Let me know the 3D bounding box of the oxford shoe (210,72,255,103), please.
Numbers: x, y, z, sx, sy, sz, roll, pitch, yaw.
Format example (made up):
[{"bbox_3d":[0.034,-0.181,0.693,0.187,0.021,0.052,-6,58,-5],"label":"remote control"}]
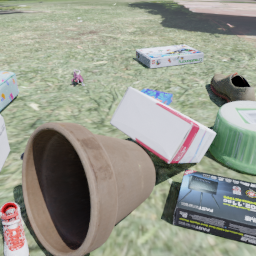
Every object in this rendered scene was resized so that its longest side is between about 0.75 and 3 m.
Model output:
[{"bbox_3d":[3.851,-1.565,10.185,1.018,1.081,2.891,-4,30,-7],"label":"oxford shoe"}]

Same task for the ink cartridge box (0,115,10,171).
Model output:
[{"bbox_3d":[-4.361,0.682,6.252,2.765,1.146,2.029,-2,30,-4],"label":"ink cartridge box"}]

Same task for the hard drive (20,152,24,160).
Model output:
[{"bbox_3d":[-2.285,0.624,7.316,0.604,0.189,0.895,21,36,32],"label":"hard drive"}]

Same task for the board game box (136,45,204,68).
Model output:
[{"bbox_3d":[2.119,-3.737,14.474,2.980,0.516,1.881,-10,32,-17],"label":"board game box"}]

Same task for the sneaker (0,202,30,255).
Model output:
[{"bbox_3d":[-1.999,1.809,4.850,0.387,0.621,1.159,-13,32,-20],"label":"sneaker"}]

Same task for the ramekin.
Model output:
[{"bbox_3d":[3.245,0.137,7.239,2.175,1.062,2.175,0,29,0],"label":"ramekin"}]

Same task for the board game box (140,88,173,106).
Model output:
[{"bbox_3d":[0.750,-0.906,9.796,1.143,0.338,1.503,16,34,25],"label":"board game box"}]

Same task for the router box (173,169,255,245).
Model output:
[{"bbox_3d":[1.791,1.491,5.515,1.620,0.503,1.214,9,31,15],"label":"router box"}]

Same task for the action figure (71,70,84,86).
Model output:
[{"bbox_3d":[-2.050,-2.067,11.595,0.548,0.609,0.818,4,16,-5],"label":"action figure"}]

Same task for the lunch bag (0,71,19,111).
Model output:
[{"bbox_3d":[-5.092,-1.248,9.802,1.932,0.929,2.410,-1,30,4],"label":"lunch bag"}]

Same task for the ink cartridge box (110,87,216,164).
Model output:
[{"bbox_3d":[0.887,0.023,6.318,1.625,0.943,2.202,33,8,28],"label":"ink cartridge box"}]

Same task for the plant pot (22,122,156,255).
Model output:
[{"bbox_3d":[-0.559,0.938,5.143,1.948,2.233,2.233,-6,26,-44],"label":"plant pot"}]
